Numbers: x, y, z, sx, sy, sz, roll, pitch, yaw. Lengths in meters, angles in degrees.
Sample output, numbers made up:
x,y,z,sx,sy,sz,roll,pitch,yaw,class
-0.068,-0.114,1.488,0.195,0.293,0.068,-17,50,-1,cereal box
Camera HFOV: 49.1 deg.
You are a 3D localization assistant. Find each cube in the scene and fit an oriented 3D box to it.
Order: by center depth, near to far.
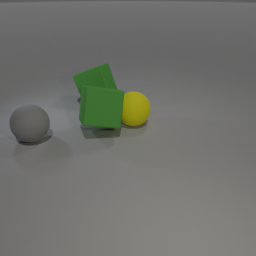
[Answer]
x,y,z,sx,sy,sz,roll,pitch,yaw,class
-1.043,-0.827,10.652,1.400,1.400,1.400,5,9,-16,cube
-1.513,-2.126,13.240,1.400,1.400,1.400,-16,14,17,cube

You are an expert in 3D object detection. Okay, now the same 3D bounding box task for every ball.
x,y,z,sx,sy,sz,roll,pitch,yaw,class
-3.595,-0.177,10.281,1.400,1.400,1.400,0,28,0,ball
0.217,-0.778,11.434,1.400,1.400,1.400,0,28,0,ball
